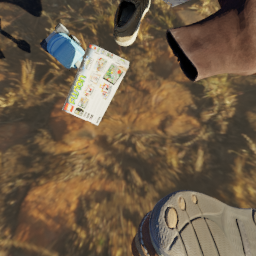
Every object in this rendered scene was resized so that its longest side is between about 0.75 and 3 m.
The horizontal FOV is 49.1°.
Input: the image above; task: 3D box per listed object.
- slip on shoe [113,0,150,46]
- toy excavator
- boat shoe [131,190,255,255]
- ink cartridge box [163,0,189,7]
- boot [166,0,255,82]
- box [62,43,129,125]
[{"bbox_3d":[0.063,-3.129,7.212,0.774,0.617,2.036,14,74,17],"label":"slip on shoe"},{"bbox_3d":[-1.225,-1.547,6.529,0.680,1.325,1.362,-40,60,11],"label":"toy excavator"},{"bbox_3d":[0.877,1.042,2.269,1.871,0.672,0.709,26,43,-16],"label":"boat shoe"},{"bbox_3d":[0.412,-3.608,6.035,2.454,0.538,2.478,31,15,-14],"label":"ink cartridge box"},{"bbox_3d":[1.592,-1.887,4.976,1.951,0.849,2.346,-11,61,-14],"label":"boot"},{"bbox_3d":[-0.636,-0.767,5.258,0.793,1.441,0.250,24,36,-12],"label":"box"}]
